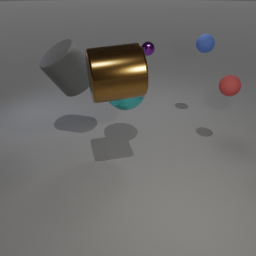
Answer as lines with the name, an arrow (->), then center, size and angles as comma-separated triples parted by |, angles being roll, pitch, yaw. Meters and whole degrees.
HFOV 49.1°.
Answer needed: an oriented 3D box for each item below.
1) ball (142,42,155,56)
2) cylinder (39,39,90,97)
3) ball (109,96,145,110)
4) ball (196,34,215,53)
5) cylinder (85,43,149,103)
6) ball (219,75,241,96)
ball -> 1.015, -4.052, 14.307 | 0.700, 0.700, 0.700 | 0, 28, 0
cylinder -> -2.027, -2.033, 9.563 | 1.400, 1.400, 1.400 | -21, 43, 21
ball -> -0.090, -1.296, 9.428 | 1.400, 1.400, 1.400 | 0, 28, 0
ball -> 2.963, -3.235, 10.726 | 0.700, 0.700, 0.700 | 0, 28, 0
cylinder -> -0.318, -1.432, 7.319 | 1.400, 1.400, 1.400 | -9, 29, -9
ball -> 3.360, -1.397, 9.242 | 0.700, 0.700, 0.700 | 0, 28, 0
